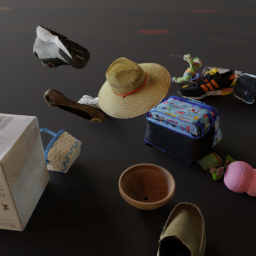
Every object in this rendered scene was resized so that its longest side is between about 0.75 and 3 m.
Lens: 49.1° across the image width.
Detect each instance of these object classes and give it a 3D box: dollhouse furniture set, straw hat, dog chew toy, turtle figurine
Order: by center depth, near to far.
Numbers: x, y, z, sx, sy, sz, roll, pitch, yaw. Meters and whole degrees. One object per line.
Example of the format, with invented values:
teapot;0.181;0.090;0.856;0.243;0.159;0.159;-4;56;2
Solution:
straw hat;-0.057;-1.470;8.182;2.424;1.026;2.424;-15;47;17
dog chew toy;3.745;1.611;8.456;1.536;0.957;0.957;19;38;13
dollhouse furniture set;2.926;1.104;9.445;0.747;0.572;1.141;-12;36;-17
turtle figurine;2.958;-3.185;14.826;2.145;1.543;2.079;9;24;28

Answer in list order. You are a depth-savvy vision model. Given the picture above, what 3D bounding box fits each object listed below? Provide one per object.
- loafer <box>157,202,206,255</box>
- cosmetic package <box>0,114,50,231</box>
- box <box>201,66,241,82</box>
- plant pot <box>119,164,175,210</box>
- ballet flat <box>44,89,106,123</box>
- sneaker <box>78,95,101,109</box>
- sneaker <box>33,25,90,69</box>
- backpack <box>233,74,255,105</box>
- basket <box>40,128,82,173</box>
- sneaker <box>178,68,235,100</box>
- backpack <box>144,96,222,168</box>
loafer;1.274;2.795;6.568;1.097;1.016;2.916;11;36;15
cosmetic package;-3.630;1.134;7.705;2.065;2.468;2.053;4;35;6
box;5.028;-2.734;15.153;1.957;0.473;1.550;14;37;19
plant pot;0.549;1.848;8.206;1.614;0.745;1.614;-1;34;0
ballet flat;-1.459;-0.505;7.744;1.810;0.610;0.419;26;57;-20
sneaker;-1.635;-0.956;12.594;1.597;0.603;0.919;13;45;31
sneaker;-2.103;-2.268;8.625;1.036;1.111;2.802;14;17;-44
backpack;5.766;-1.855;13.185;1.100;1.297;1.461;4;23;-35
basket;-2.542;0.710;9.397;1.664;1.157;1.467;28;37;2
sneaker;3.850;-2.256;13.682;2.979;1.340;1.042;-8;35;-12
backpack;2.211;-0.166;10.245;2.442;1.799;2.675;26;41;35
